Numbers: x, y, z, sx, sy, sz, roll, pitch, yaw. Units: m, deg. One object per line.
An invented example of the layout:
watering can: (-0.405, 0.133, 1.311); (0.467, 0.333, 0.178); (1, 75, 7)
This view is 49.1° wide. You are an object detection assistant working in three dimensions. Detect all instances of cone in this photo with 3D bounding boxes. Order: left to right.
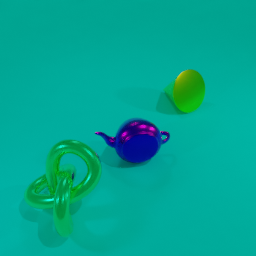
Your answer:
cone: (1.555, -1.225, 9.115); (1.327, 1.327, 1.332); (-23, 20, -26)

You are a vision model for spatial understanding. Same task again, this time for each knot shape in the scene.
knot shape: (-1.257, 1.229, 5.360); (0.818, 1.771, 1.657); (26, 39, -41)

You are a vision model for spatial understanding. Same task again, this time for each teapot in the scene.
teapot: (0.151, 0.244, 6.872); (1.891, 1.176, 0.926); (-2, 34, -12)
